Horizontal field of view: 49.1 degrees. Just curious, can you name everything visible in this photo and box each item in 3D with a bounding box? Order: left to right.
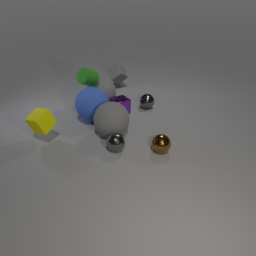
[{"bbox_3d":[-3.234,-0.255,10.429,0.700,0.700,0.700,7,48,34],"label":"cube"},{"bbox_3d":[-1.738,-2.201,12.090,0.700,0.700,0.700,25,14,35],"label":"cylinder"},{"bbox_3d":[-1.527,-1.028,11.817,1.400,1.400,1.400,0,31,0],"label":"ball"},{"bbox_3d":[-1.263,-1.674,13.091,1.400,1.400,1.400,0,31,0],"label":"ball"},{"bbox_3d":[-0.642,-0.331,10.928,1.400,1.400,1.400,0,31,0],"label":"ball"},{"bbox_3d":[-0.448,0.516,10.198,0.700,0.700,0.700,0,31,0],"label":"ball"},{"bbox_3d":[-0.545,-2.878,14.888,0.700,0.700,0.700,20,43,-58],"label":"cube"},{"bbox_3d":[-0.342,-1.011,12.696,0.700,0.700,0.700,-17,35,-29],"label":"cube"},{"bbox_3d":[0.891,-1.248,13.080,0.700,0.700,0.700,0,31,0],"label":"ball"},{"bbox_3d":[1.201,0.567,10.120,0.700,0.700,0.700,0,31,0],"label":"ball"}]
